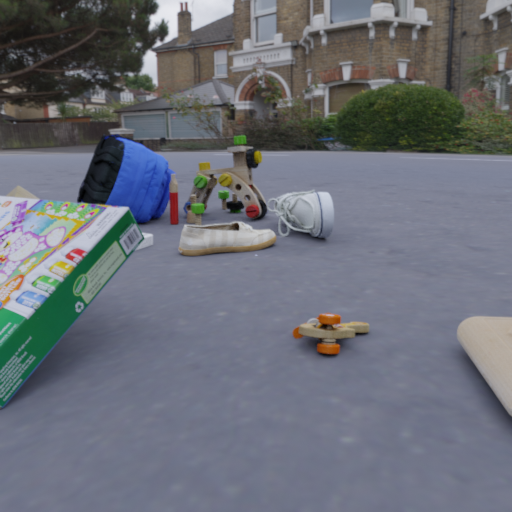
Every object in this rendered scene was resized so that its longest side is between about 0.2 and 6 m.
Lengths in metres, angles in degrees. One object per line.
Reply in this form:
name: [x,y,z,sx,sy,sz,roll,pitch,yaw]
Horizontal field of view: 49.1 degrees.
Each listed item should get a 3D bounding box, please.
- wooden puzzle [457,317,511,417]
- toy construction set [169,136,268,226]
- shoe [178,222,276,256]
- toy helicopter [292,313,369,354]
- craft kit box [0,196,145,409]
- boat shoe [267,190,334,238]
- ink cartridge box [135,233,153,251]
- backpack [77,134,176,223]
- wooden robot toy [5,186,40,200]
wooden puzzle: [3.306,1.115,5.429,2.209,0.511,2.046,-3,13,6]
toy construction set: [-1.081,-2.071,14.953,2.399,2.210,2.876,12,18,41]
shoe: [-0.530,-0.409,11.458,2.185,0.583,0.764,-7,15,-30]
toy helicopter: [0.937,0.888,6.747,1.083,0.427,0.716,2,-1,-42]
craft kit box: [-2.897,0.295,6.265,2.412,0.592,2.442,5,44,31]
boat shoe: [0.890,-1.048,13.058,1.250,1.083,2.933,-3,13,-9]
ink cartridge box: [-2.885,-0.301,11.633,1.009,0.256,1.145,10,17,25]
backpack: [-3.279,-2.019,14.856,2.229,2.158,2.656,14,4,-27]
wooden robot toy: [-3.150,0.298,7.987,1.314,1.276,2.896,38,14,-41]
